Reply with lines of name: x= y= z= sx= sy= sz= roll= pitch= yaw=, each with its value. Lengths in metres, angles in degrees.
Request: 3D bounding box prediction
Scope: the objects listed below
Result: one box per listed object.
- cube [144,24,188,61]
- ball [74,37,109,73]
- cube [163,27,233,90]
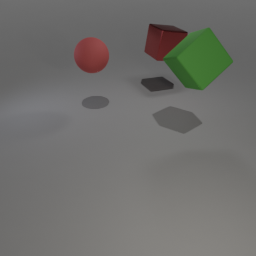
cube: x=1.798 y=-4.118 z=13.509 sx=1.400 sy=1.400 sz=1.400 roll=-5 pitch=33 yaw=-24
ball: x=-1.461 y=-2.909 z=11.241 sx=1.400 sy=1.400 sz=1.400 roll=0 pitch=30 yaw=0
cube: x=2.293 y=-2.271 z=9.380 sx=1.400 sy=1.400 sz=1.400 roll=-43 pitch=16 yaw=0
